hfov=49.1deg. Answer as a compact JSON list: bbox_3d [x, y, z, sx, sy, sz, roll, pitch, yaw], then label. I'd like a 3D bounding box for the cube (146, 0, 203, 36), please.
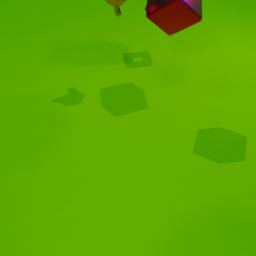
[{"bbox_3d":[1.215,-3.285,7.335,1.062,1.062,1.062,-13,66,42],"label":"cube"}]

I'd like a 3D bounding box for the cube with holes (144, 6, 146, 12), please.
[{"bbox_3d":[1.237,-4.062,9.407,0.913,0.913,0.913,14,40,-25],"label":"cube with holes"}]

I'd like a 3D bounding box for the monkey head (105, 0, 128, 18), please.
[{"bbox_3d":[-0.416,-3.507,7.257,0.703,1.167,0.839,-46,35,-23],"label":"monkey head"}]
